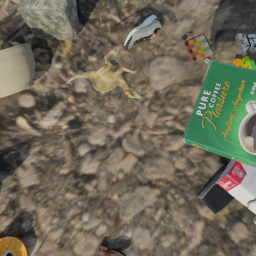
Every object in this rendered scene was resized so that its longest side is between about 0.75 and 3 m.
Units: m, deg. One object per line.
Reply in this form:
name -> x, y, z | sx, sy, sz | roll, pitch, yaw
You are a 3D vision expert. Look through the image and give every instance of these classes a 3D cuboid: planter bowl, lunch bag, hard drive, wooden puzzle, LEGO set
planter bowl -> -3.459, -1.614, 8.161 | 1.761, 1.761, 1.185 | -21, 109, -4
lunch bag -> -2.236, -3.770, 8.233 | 1.455, 2.088, 1.751 | 5, 85, 0
hard drive -> 2.722, 1.866, 8.159 | 1.184, 0.251, 0.799 | -42, 83, -7
wooden puzzle -> 2.257, -2.562, 9.008 | 0.703, 0.083, 1.186 | -23, 81, -4
LEGO set -> 3.948, -1.705, 8.501 | 0.949, 0.882, 2.313 | -10, 74, -5

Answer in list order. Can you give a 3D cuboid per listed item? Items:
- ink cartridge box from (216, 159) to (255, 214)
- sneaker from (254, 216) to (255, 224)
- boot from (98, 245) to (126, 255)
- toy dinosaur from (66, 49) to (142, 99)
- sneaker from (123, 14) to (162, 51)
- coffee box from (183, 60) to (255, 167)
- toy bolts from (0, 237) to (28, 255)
ink cartridge box -> 3.564, 1.547, 7.724 | 1.733, 0.723, 1.259 | 40, 60, 11
sneaker -> 4.066, 2.485, 8.038 | 1.076, 0.405, 0.476 | -39, 106, -13
boot -> -0.545, 3.834, 7.800 | 0.839, 0.289, 0.900 | 14, 77, 15
toy dinosaur -> -0.525, -1.267, 6.465 | 2.002, 0.583, 1.012 | 18, 67, 22
sneaker -> 0.460, -2.937, 8.848 | 1.509, 0.558, 0.598 | -41, 87, -7
coffee box -> 2.606, -0.086, 5.152 | 2.789, 0.613, 1.715 | 18, 85, 18
toy bolts -> -4.067, 3.691, 7.123 | 2.405, 1.668, 2.297 | 33, 82, 5
